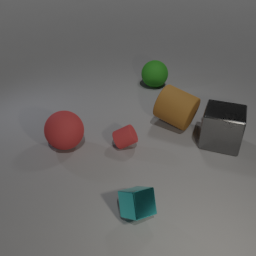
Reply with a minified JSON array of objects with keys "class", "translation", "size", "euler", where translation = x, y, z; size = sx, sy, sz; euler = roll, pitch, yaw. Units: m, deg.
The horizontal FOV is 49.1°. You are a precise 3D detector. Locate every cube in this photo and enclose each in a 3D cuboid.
[{"class":"cube","translation":[0.239,1.943,7.326],"size":[0.700,0.700,0.700],"euler":[-5,-4,-37]},{"class":"cube","translation":[3.441,-0.042,10.190],"size":[1.400,1.400,1.400],"euler":[12,34,18]}]

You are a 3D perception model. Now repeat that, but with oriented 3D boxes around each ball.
[{"class":"ball","translation":[1.402,-2.841,14.701],"size":[1.400,1.400,1.400],"euler":[0,32,0]},{"class":"ball","translation":[-2.274,0.077,9.998],"size":[1.400,1.400,1.400],"euler":[0,32,0]}]

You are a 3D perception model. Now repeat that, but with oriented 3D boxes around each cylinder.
[{"class":"cylinder","translation":[-0.098,0.317,10.074],"size":[0.700,0.700,0.700],"euler":[-24,28,16]},{"class":"cylinder","translation":[1.927,-0.820,11.117],"size":[1.400,1.400,1.400],"euler":[29,41,19]}]
